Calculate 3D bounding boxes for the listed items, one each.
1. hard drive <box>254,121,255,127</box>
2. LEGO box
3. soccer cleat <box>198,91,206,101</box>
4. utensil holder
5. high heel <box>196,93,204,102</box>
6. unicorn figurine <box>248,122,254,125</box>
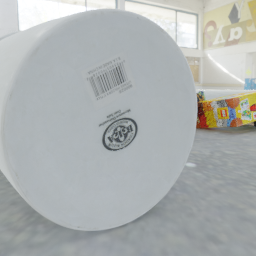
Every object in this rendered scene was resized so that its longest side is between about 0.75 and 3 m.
[{"bbox_3d":[4.985,-0.172,8.358,1.398,0.379,2.001,-8,8,-13],"label":"hard drive"},{"bbox_3d":[3.390,-0.616,8.934,2.140,0.826,1.594,-14,7,-33],"label":"LEGO box"},{"bbox_3d":[2.792,-1.428,13.897,0.910,1.178,2.816,-5,11,-29],"label":"soccer cleat"},{"bbox_3d":[-0.814,-0.235,3.817,2.345,2.345,2.760,-6,14,-33],"label":"utensil holder"},{"bbox_3d":[1.839,-0.478,8.354,2.895,1.034,2.063,-25,15,-29],"label":"high heel"},{"bbox_3d":[4.790,-0.657,10.000,1.303,0.701,1.898,8,54,47],"label":"unicorn figurine"}]
